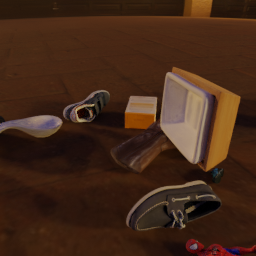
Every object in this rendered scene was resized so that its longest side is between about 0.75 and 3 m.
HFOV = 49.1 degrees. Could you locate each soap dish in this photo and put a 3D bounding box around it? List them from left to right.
[{"bbox_3d":[1.842,-0.378,7.664,1.068,2.068,2.629,-3,24,-15],"label":"soap dish"}]

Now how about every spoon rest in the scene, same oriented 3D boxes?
[{"bbox_3d":[-3.718,0.051,10.116,2.852,0.864,1.417,-26,37,-38],"label":"spoon rest"}]

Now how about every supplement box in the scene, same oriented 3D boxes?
[{"bbox_3d":[0.567,-0.662,11.616,1.197,0.698,1.899,4,28,7],"label":"supplement box"}]

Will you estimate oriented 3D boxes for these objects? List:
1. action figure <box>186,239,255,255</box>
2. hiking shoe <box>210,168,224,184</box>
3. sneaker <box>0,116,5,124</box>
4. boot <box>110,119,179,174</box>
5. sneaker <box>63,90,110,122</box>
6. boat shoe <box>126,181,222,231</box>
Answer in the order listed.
[{"bbox_3d":[2.367,2.723,5.359,2.584,0.668,0.845,12,32,26],"label":"action figure"},{"bbox_3d":[2.569,1.405,8.223,0.331,0.284,0.764,8,18,31],"label":"hiking shoe"},{"bbox_3d":[-5.579,0.200,10.041,2.336,0.887,1.060,-22,44,-23],"label":"sneaker"},{"bbox_3d":[1.027,0.830,8.803,2.409,0.830,2.584,30,45,34],"label":"boot"},{"bbox_3d":[-1.509,-0.848,11.800,2.303,0.903,0.914,-33,37,-31],"label":"sneaker"},{"bbox_3d":[1.160,1.897,6.562,2.509,0.911,0.787,-10,29,-31],"label":"boat shoe"}]
